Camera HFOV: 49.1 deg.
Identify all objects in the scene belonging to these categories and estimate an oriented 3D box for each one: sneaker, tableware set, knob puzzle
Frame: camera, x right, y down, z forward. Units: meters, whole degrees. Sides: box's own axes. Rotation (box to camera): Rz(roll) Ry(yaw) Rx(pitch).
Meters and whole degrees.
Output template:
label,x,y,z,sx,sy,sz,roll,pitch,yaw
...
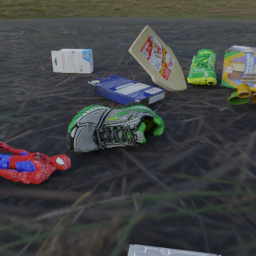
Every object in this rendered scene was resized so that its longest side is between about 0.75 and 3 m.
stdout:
label,x,y,z,sx,sy,sz,roll,pitch,yaw
sneaker,2.888,-2.424,10.934,1.065,1.202,2.876,5,26,8
sneaker,-0.209,-0.017,6.173,2.453,0.957,1.045,-18,31,-34
tableware set,4.310,-0.955,8.013,2.558,1.723,0.393,3,70,2
knob puzzle,1.122,-2.163,9.697,0.375,2.703,2.703,-33,3,38

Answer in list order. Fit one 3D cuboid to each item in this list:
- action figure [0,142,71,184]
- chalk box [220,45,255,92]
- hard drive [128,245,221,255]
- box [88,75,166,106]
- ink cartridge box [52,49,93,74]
label,x,y,z,sx,sy,sz,roll,pitch,yaw
action figure,-2.370,0.667,5.187,2.594,0.670,0.849,1,23,-4
chalk box,4.712,-2.131,10.159,2.218,1.373,1.380,16,28,28
hard drive,0.537,1.786,3.242,1.170,0.221,0.817,3,25,9
box,-0.088,-1.256,9.351,2.312,0.375,1.401,25,34,35
ink cartridge box,-2.418,-2.941,12.290,1.674,0.964,0.568,3,25,5
